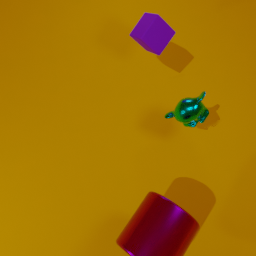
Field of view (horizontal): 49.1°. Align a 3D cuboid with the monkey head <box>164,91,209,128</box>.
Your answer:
[{"bbox_3d":[1.520,-0.487,6.845,0.731,1.214,0.873,41,39,-22],"label":"monkey head"}]

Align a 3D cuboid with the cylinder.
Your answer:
[{"bbox_3d":[0.626,2.235,5.884,1.298,1.298,1.298,35,73,9],"label":"cylinder"}]

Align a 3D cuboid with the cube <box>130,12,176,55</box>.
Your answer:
[{"bbox_3d":[0.622,-2.426,7.215,0.719,0.719,0.719,32,98,-34],"label":"cube"}]
